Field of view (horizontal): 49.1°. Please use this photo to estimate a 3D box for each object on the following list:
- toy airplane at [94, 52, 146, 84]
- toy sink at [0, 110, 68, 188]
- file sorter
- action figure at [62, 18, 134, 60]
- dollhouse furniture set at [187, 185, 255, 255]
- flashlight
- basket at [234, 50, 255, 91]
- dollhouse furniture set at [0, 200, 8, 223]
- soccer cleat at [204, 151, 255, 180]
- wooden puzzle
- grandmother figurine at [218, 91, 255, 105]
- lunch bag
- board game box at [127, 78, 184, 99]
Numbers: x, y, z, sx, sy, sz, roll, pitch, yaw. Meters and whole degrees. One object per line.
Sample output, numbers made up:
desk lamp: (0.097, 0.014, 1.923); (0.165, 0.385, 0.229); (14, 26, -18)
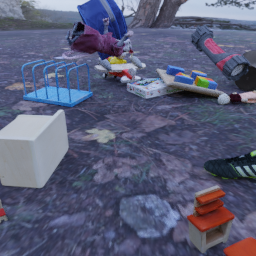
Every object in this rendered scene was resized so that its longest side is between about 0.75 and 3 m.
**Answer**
toy airplane: (-0.364, -3.330, 14.950); (2.480, 1.757, 2.491); (8, 22, 6)
toy sink: (-2.432, 0.416, 7.240); (1.114, 1.296, 1.989); (3, 25, 7)
file sorter: (-3.152, -2.084, 12.461); (2.553, 1.566, 1.771); (10, 25, 21)
action figure: (-0.851, -2.837, 9.673); (2.387, 1.778, 1.599); (11, 25, -28)
dollhouse furniture set: (1.787, 1.888, 4.282); (1.997, 1.029, 1.975); (-12, 27, -25)
flashlight: (2.624, -2.259, 8.135); (0.708, 0.710, 2.090); (-23, 55, -4)
basket: (6.348, -2.859, 14.241); (2.075, 1.565, 2.302); (36, 41, 18)
dollhouse furniture set: (-2.841, 1.600, 5.749); (0.466, 0.352, 0.867); (-16, 29, -31)
soccer cleat: (2.862, 0.881, 6.807); (1.949, 0.790, 0.658); (5, 25, 12)
wooden puzzle: (2.934, -2.360, 13.468); (2.730, 0.682, 2.948); (9, 22, -11)
grandmother figurine: (4.727, -1.272, 11.985); (1.786, 0.541, 1.083); (-6, 11, -7)
lunch bag: (-0.845, -4.188, 11.754); (1.656, 2.503, 1.701); (-26, 63, -1)
board game box: (1.354, -2.001, 13.648); (2.394, 0.414, 1.511); (-15, 28, -30)
